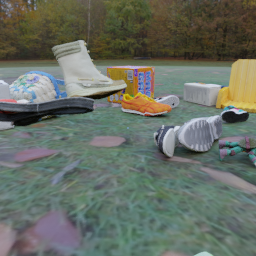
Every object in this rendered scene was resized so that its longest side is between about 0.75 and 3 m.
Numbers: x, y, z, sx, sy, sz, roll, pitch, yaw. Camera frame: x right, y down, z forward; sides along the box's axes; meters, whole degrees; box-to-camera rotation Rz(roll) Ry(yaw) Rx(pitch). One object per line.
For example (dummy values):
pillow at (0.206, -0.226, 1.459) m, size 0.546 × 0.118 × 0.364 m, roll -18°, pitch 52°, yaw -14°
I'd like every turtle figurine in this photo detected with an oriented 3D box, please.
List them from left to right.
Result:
turtle figurine at (3.014, 0.545, 7.102) m, size 1.348 × 0.679 × 1.009 m, roll -1°, pitch 15°, yaw 17°

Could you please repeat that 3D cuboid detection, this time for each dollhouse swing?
dollhouse swing at (5.860, -2.085, 13.415) m, size 2.585 × 2.272 × 2.349 m, roll 10°, pitch 18°, yaw 29°

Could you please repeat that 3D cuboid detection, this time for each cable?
cable at (-1.909, -0.504, 5.801) m, size 2.564 × 0.645 × 1.245 m, roll -12°, pitch -22°, yaw 34°

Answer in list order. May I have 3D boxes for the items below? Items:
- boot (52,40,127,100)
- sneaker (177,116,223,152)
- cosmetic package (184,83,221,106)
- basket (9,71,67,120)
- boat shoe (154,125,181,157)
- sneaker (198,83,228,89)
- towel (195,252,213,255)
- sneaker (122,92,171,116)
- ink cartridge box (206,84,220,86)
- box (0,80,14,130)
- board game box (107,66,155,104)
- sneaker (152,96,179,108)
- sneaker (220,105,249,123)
boot at (-1.090, -1.744, 8.483) m, size 2.251 × 1.741 × 0.811 m, roll -18°, pitch -4°, yaw -46°
sneaker at (1.998, 0.185, 8.326) m, size 1.008 × 0.918 × 2.458 m, roll -7°, pitch 2°, yaw 36°
cosmetic package at (3.871, -1.799, 14.763) m, size 0.837 × 0.992 × 1.918 m, roll -9°, pitch 19°, yaw -28°
basket at (-3.509, -1.485, 11.866) m, size 2.418 × 1.907 × 2.742 m, roll 9°, pitch 28°, yaw 32°
boat shoe at (1.024, 0.283, 7.769) m, size 0.616 × 0.754 × 2.041 m, roll 5°, pitch 13°, yaw 18°
sneaker at (4.669, -1.993, 15.982) m, size 2.527 × 0.951 × 1.114 m, roll 13°, pitch 6°, yaw 26°
towel at (0.198, 1.977, 2.338) m, size 2.722 × 0.418 × 2.030 m, roll -7°, pitch 18°, yaw -24°
sneaker at (0.721, -1.049, 12.206) m, size 2.431 × 0.938 × 0.887 m, roll 10°, pitch 18°, yaw 28°
ink cartridge box at (4.813, -2.286, 17.088) m, size 1.532 × 0.641 × 1.112 m, roll -6°, pitch 17°, yaw -21°
box at (-5.730, -0.848, 10.118) m, size 2.494 × 1.630 × 2.481 m, roll -10°, pitch 19°, yaw -33°
board game box at (0.157, -2.342, 15.048) m, size 1.845 × 1.846 × 1.845 m, roll 12°, pitch 20°, yaw 37°
sneaker at (1.588, -1.275, 13.523) m, size 1.712 × 0.625 × 0.958 m, roll -13°, pitch 21°, yaw -36°
sneaker at (4.015, -0.582, 11.111) m, size 1.371 × 0.573 × 0.828 m, roll 1°, pitch 19°, yaw -27°
